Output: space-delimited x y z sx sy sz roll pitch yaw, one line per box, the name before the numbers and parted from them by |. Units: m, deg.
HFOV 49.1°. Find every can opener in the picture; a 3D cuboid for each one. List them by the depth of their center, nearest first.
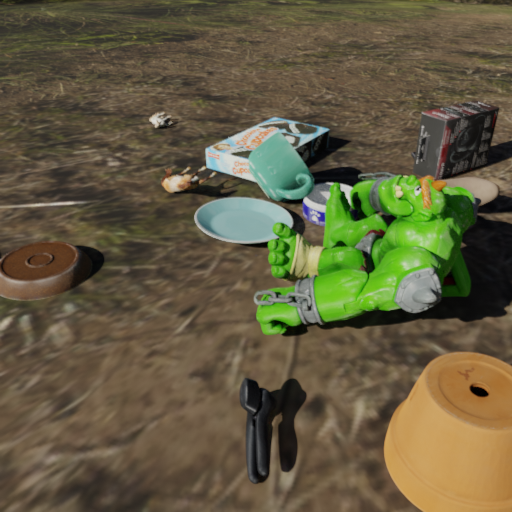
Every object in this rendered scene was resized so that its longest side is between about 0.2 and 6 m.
can opener | -0.002 2.202 7.045 0.546 0.440 1.390 20 37 -18

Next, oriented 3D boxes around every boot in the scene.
boot | 3.886 -1.318 12.007 1.519 0.730 2.077 -3 -1 -45

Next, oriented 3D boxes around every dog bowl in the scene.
dog bowl | 1.659 -1.140 12.389 1.254 0.494 1.254 0 32 0

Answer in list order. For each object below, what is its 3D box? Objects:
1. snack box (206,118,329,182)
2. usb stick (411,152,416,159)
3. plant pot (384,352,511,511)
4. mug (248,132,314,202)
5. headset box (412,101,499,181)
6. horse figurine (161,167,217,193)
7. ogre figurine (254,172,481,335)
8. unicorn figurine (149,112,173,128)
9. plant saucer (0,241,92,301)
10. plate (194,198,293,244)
snack box | 0.375 -2.926 15.202 1.890 0.604 3.253 20 37 29
usb stick | 4.402 -2.597 15.117 0.240 0.141 0.865 4 31 -6
plant pot | 2.478 2.000 6.521 1.813 1.269 1.813 0 33 0
mug | 0.499 -1.915 12.662 1.072 1.424 1.733 -36 13 4
headset box | 4.962 -2.891 14.174 2.185 1.626 0.844 -18 36 -26
horse figurine | -1.742 -1.805 13.355 1.637 0.409 1.085 6 34 41
ogre figurine | 2.128 -0.232 9.524 2.725 2.230 4.545 0 11 35
unicorn figurine | -3.017 -4.249 17.659 0.721 0.388 1.049 -33 29 -27
plant saucer | -3.999 0.185 10.418 1.812 0.312 1.812 1 31 -1
plate | -0.263 -0.691 11.799 2.064 0.264 2.064 3 30 -2
